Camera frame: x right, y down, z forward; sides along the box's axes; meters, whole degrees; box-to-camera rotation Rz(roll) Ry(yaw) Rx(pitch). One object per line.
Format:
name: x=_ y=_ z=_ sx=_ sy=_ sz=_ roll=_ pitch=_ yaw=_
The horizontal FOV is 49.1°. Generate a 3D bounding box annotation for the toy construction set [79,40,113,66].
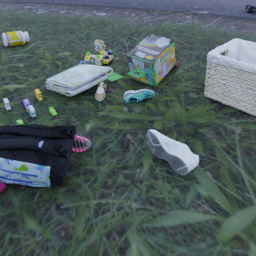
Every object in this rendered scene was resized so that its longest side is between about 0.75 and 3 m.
toy construction set: x=-1.679 y=-4.060 z=15.864 sx=1.491 sy=1.048 sz=2.275 roll=9 pitch=48 yaw=13

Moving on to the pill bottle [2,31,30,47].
pill bottle: x=-7.335 y=-5.871 z=18.370 sx=1.547 sy=0.870 sz=0.870 roll=-19 pitch=40 yaw=-29

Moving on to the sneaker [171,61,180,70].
sneaker: x=2.007 y=-3.419 z=15.287 sx=1.545 sy=0.546 sz=0.755 roll=17 pitch=39 yaw=25

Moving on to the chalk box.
chalk box: x=1.039 y=-3.206 z=13.904 sx=1.562 sy=1.555 sz=2.511 roll=28 pitch=63 yaw=30

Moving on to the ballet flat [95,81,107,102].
ballet flat: x=-1.282 y=-1.783 z=13.108 sx=0.514 sy=0.476 sz=1.457 roll=-1 pitch=36 yaw=-1

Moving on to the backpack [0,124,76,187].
backpack: x=-3.117 y=0.796 z=8.631 sx=2.614 sy=2.009 sz=2.132 roll=13 pitch=41 yaw=-11

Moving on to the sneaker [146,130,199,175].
sneaker: x=1.473 y=0.740 z=9.540 sx=0.856 sy=0.751 sz=2.136 roll=-21 pitch=49 yaw=-34

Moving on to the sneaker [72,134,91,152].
sneaker: x=-2.141 y=0.391 z=10.093 sx=1.718 sy=0.679 sz=0.819 roll=6 pitch=24 yaw=5

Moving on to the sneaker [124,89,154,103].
sneaker: x=0.523 y=-1.380 z=12.661 sx=1.391 sy=0.539 sz=0.554 roll=-8 pitch=55 yaw=-2

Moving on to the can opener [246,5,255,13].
can opener: x=11.338 y=-10.492 z=24.870 sx=0.807 sy=0.650 sz=2.052 roll=-19 pitch=40 yaw=-25

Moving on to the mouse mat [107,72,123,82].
mouse mat: x=-0.861 y=-2.736 z=14.790 sx=0.829 sy=0.039 sz=1.030 roll=-28 pitch=46 yaw=-33

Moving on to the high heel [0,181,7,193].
high heel: x=-4.320 y=1.455 z=8.603 sx=0.795 sy=0.557 sz=1.653 roll=-28 pitch=58 yaw=-18

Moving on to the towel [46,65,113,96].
towel: x=-2.358 y=-2.370 z=13.515 sx=2.260 sy=0.636 sz=2.641 roll=20 pitch=43 yaw=41

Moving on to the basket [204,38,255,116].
basket: x=5.172 y=-2.372 z=12.431 sx=2.762 sy=2.221 sz=2.737 roll=29 pitch=45 yaw=33

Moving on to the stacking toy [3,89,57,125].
stacking toy: x=-4.182 y=-0.895 z=11.890 sx=1.589 sy=0.495 sz=2.108 roll=-23 pitch=43 yaw=-28
